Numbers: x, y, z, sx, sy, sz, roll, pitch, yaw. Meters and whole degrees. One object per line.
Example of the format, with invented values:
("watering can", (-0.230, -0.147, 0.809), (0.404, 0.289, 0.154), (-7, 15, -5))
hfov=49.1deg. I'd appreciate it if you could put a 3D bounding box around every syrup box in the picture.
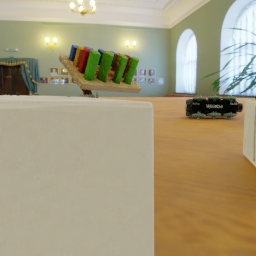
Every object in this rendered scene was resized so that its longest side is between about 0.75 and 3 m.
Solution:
("syrup box", (2.566, 0.180, 4.119), (1.141, 1.180, 2.898), (2, 8, 12))

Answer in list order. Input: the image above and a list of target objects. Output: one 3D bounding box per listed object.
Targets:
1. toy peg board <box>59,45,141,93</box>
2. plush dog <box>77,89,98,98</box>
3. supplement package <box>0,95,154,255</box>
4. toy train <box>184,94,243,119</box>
("toy peg board", (-0.718, -1.896, 8.020), (1.898, 0.928, 1.890), (0, 35, -35))
("plush dog", (-1.600, -0.335, 8.033), (1.589, 1.485, 1.850), (-26, 18, -20))
("supplement package", (-0.971, 0.489, 1.424), (1.696, 1.305, 1.774), (-3, 7, -19))
("toy train", (3.899, -0.950, 13.082), (2.632, 1.122, 1.500), (0, -2, 2))
